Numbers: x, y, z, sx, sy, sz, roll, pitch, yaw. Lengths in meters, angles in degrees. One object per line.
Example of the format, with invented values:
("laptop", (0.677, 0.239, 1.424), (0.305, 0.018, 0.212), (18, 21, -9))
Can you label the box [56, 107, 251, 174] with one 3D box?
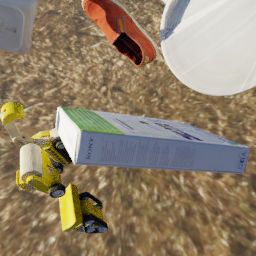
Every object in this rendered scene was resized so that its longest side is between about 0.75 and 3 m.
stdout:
("box", (0.226, 0.133, 3.805), (2.209, 0.401, 1.594), (8, 10, -22))

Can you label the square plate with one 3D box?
("square plate", (-3.116, -2.388, 6.198), (1.972, 1.990, 0.283), (9, 65, -21))

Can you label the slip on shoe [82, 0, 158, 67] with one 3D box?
("slip on shoe", (-0.286, -2.775, 7.956), (2.646, 0.980, 0.810), (43, 53, -6))

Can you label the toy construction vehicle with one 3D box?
("toy construction vehicle", (-1.081, 0.648, 3.996), (0.643, 1.826, 1.590), (-26, 52, 7))

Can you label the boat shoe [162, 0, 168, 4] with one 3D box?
("boat shoe", (0.805, -4.019, 7.075), (0.575, 1.854, 0.668), (-6, 45, 54))

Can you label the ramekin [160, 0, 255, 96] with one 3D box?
("ramekin", (2.250, -2.313, 6.914), (2.925, 2.925, 1.362), (7, 14, 6))
